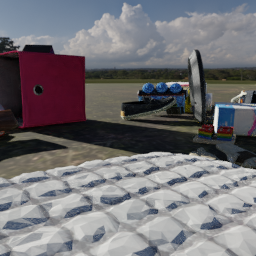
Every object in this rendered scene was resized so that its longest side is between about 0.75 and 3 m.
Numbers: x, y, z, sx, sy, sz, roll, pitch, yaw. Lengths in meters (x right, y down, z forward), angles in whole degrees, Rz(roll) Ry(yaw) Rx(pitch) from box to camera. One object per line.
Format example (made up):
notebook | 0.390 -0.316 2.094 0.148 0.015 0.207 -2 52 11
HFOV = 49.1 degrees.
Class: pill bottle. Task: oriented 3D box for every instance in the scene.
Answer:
pill bottle | 2.825 -1.194 12.498 1.749 0.983 0.983 4 12 20

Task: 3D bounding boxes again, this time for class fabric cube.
fabric cube | -3.153 -1.394 9.987 2.427 2.389 2.435 -9 13 -44

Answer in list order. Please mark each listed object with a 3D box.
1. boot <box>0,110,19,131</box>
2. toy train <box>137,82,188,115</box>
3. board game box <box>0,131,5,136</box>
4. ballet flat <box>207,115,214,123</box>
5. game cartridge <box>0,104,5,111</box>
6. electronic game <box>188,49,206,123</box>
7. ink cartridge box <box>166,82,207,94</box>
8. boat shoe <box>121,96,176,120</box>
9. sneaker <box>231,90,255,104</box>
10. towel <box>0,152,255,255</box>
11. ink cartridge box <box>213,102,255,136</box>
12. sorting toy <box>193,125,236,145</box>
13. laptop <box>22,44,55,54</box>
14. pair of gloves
boot | -3.642 0.006 6.967 2.065 0.663 1.924 -4 25 -36
toy train | 1.427 -1.211 11.790 2.158 1.233 0.936 2 -26 14
board game box | -3.869 0.156 7.692 0.624 0.191 0.824 0 11 -2
ballet flat | 3.223 -0.331 9.583 0.426 0.421 1.252 -7 13 -30
game cartridge | -4.528 -0.366 9.082 1.155 0.342 1.781 -13 33 -34
electronic game | 2.417 -1.412 9.638 0.523 2.514 2.514 -6 10 9
ink cartridge box | 2.896 -1.723 14.535 2.170 1.226 2.962 4 12 19
boat shoe | 0.756 -0.890 10.574 2.188 0.681 0.816 -14 16 -1
sneaker | 4.919 -0.853 10.404 1.182 1.168 2.977 4 -1 -7
towel | 0.193 1.043 0.582 2.979 1.275 2.467 -7 14 -39
ink cartridge box | 3.564 -0.272 8.200 1.955 0.827 1.413 2 11 14
sorting toy | 2.289 0.148 7.337 0.975 0.341 0.981 5 12 23
laptop | -3.063 -2.561 9.665 0.911 0.564 0.973 0 38 -4
pair of gloves | 1.843 0.602 5.353 1.332 0.234 1.133 -7 17 -22
